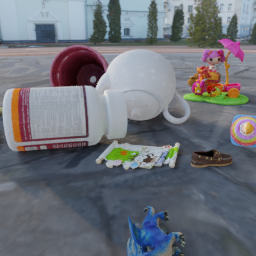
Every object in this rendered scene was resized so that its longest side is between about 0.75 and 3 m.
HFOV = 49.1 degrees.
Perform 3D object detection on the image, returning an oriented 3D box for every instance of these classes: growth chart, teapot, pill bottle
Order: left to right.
[{"bbox_3d":[-1.611,-0.297,7.521,2.985,1.635,1.635,-4,20,-12],"label":"pill bottle"},{"bbox_3d":[0.298,0.667,7.039,1.977,0.175,1.431,3,21,10],"label":"growth chart"},{"bbox_3d":[0.432,-1.148,9.513,2.687,2.652,1.963,-14,51,24],"label":"teapot"}]

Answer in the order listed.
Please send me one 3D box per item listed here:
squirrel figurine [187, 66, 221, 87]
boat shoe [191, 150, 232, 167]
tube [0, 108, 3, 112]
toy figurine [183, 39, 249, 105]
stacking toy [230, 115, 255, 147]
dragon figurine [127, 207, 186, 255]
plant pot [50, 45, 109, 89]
[{"bbox_3d":[3.924,-2.503,14.561,1.476,1.119,1.581,-17,22,-23],"label":"squirrel figurine"},{"bbox_3d":[2.008,0.698,6.648,1.054,0.371,0.371,-4,18,-15],"label":"boat shoe"},{"bbox_3d":[-5.402,-0.524,9.932,0.603,0.540,2.079,47,31,9],"label":"tube"},{"bbox_3d":[3.957,-2.550,12.333,2.854,2.627,2.142,2,20,6],"label":"toy figurine"},{"bbox_3d":[2.819,0.050,6.637,0.767,0.811,1.397,6,0,22],"label":"stacking toy"},{"bbox_3d":[0.242,1.570,4.005,0.859,0.509,1.728,-5,22,-15],"label":"dragon figurine"},{"bbox_3d":[-1.842,-2.184,12.171,2.418,2.418,2.164,3,4,8],"label":"plant pot"}]
